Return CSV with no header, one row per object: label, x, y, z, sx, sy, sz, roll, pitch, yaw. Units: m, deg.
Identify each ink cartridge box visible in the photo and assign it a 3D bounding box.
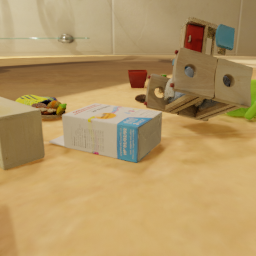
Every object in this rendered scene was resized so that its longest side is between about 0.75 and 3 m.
ink cartridge box,-0.558,-0.010,6.582,2.393,0.812,1.378,9,20,26

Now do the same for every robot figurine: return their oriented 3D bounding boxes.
robot figurine,3.884,-0.967,9.014,2.048,1.185,1.797,3,19,10

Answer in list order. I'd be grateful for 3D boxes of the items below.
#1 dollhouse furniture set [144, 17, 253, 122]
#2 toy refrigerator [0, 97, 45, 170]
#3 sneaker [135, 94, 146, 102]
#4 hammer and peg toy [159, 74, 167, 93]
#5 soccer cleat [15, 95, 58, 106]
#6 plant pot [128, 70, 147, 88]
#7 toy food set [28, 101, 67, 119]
dollhouse furniture set,1.855,-1.929,7.564,2.029,2.895,2.041,11,-12,-14
toy refrigerator,-3.088,-0.063,6.321,2.828,1.074,0.989,17,24,41
sneaker,0.705,-1.132,10.948,0.925,0.326,0.350,3,19,11
hammer and peg toy,2.270,-2.252,13.749,1.590,0.762,2.162,3,18,10
soccer cleat,-3.251,-0.865,9.836,1.550,0.501,0.648,0,23,1
plant pot,0.485,-2.535,14.507,0.969,0.855,0.970,0,18,-1
toy food set,-2.581,-0.623,8.966,1.813,0.364,1.252,8,18,4
